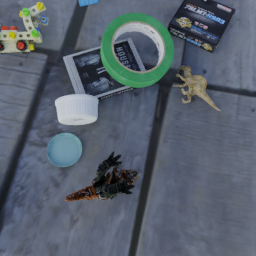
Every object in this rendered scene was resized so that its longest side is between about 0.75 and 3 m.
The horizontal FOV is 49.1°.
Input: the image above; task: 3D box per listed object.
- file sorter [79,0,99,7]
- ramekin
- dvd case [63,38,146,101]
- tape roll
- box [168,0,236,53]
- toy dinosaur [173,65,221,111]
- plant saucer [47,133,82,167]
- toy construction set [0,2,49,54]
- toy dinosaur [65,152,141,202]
[{"bbox_3d":[-1.750,-5.715,12.068,0.826,0.506,0.573,-14,70,-4],"label":"file sorter"},{"bbox_3d":[-1.758,-0.593,9.778,1.500,1.500,0.731,-5,78,-2],"label":"ramekin"},{"bbox_3d":[-0.836,-2.218,10.871,2.863,0.354,2.152,-19,72,-8],"label":"dvd case"},{"bbox_3d":[0.344,-2.876,10.384,2.687,0.646,2.687,2,80,-10],"label":"tape roll"},{"bbox_3d":[3.038,-4.440,11.620,2.146,0.533,2.130,28,74,9],"label":"box"},{"bbox_3d":[2.496,-1.470,10.487,1.186,0.682,2.345,-29,73,-11],"label":"toy dinosaur"},{"bbox_3d":[-2.245,0.786,9.955,1.246,0.171,1.246,0,71,-1],"label":"plant saucer"},{"bbox_3d":[-4.529,-3.868,10.996,2.817,1.298,1.847,-3,94,7],"label":"toy construction set"},{"bbox_3d":[-0.608,1.795,8.631,1.285,1.707,2.516,46,54,7],"label":"toy dinosaur"}]
